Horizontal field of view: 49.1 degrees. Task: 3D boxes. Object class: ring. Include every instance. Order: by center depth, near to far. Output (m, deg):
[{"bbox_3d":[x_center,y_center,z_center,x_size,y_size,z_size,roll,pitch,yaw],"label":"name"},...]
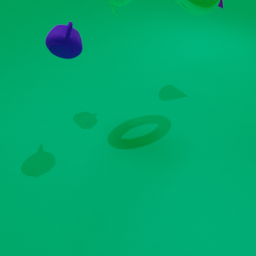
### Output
[{"bbox_3d":[1.604,-3.686,6.801,1.893,1.893,0.379,-34,14,-31],"label":"ring"}]

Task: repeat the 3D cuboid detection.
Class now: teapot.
[{"bbox_3d":[-1.422,-1.963,6.314,0.828,1.331,0.652,13,74,-20],"label":"teapot"},{"bbox_3d":[-0.191,-3.574,7.397,0.665,1.358,0.844,-7,43,-48],"label":"teapot"}]

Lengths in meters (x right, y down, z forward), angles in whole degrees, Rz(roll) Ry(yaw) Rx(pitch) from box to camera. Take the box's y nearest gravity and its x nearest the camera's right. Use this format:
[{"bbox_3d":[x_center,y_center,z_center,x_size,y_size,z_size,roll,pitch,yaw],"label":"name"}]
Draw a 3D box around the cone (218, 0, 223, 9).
[{"bbox_3d":[2.642,-4.010,8.503,0.910,0.910,0.913,-38,96,-34],"label":"cone"}]
